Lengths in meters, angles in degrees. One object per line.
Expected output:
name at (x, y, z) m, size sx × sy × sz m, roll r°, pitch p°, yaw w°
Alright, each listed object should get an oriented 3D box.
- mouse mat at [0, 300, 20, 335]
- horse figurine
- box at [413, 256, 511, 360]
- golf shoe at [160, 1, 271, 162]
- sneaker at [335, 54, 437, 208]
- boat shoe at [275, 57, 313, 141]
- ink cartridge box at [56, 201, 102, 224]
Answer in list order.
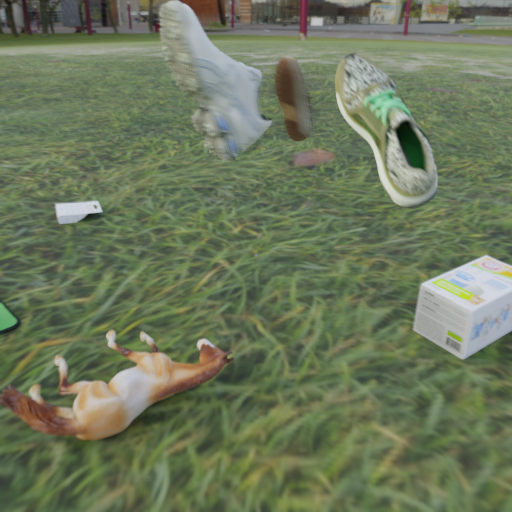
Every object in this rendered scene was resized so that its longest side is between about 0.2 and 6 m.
mouse mat at (-5.229, 0.935, 8.850) m, size 2.121 × 0.099 × 2.636 m, roll -23°, pitch 34°, yaw -37°
horse figurine at (-1.743, 1.585, 6.955) m, size 2.537 × 0.633 × 1.682 m, roll -23°, pitch 35°, yaw -38°
box at (3.297, 0.724, 8.433) m, size 1.649 × 0.836 × 0.928 m, roll -18°, pitch 33°, yaw -31°
golf shoe at (-0.705, -3.391, 10.519) m, size 1.513 × 3.113 × 1.219 m, roll -34°, pitch 41°, yaw -12°
sneaker at (1.942, -1.919, 7.881) m, size 0.938 × 2.439 × 1.081 m, roll -27°, pitch -8°, yaw -5°
boat shoe at (0.993, -3.887, 13.755) m, size 0.743 × 2.012 × 0.744 m, roll 13°, pitch 35°, yaw 37°
ink cartridge box at (-3.982, -0.980, 12.572) m, size 0.932 × 0.266 × 0.758 m, roll -3°, pitch 26°, yaw -23°
